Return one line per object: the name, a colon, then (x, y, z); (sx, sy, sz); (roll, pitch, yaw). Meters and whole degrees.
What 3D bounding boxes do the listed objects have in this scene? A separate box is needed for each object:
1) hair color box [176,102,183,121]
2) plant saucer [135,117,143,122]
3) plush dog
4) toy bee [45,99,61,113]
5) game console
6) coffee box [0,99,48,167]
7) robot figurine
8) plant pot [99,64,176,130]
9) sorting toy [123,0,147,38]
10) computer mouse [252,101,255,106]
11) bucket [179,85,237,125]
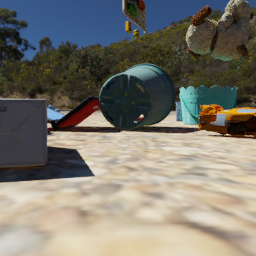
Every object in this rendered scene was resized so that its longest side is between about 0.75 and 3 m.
hair color box: (3.113, -0.765, 13.221); (1.657, 0.906, 0.537); (1, 4, 14)
plant saucer: (0.295, -0.402, 13.096); (1.112, 0.205, 1.114); (2, 4, 32)
plush dog: (3.071, -3.136, 9.858); (2.040, 2.375, 1.906); (7, 49, 7)
toy bee: (-3.555, -0.614, 12.609); (1.034, 0.859, 1.580); (24, -13, 40)
game console: (-1.992, -0.759, 8.715); (2.036, 1.402, 2.362); (-37, 1, 6)
coffee box: (-1.604, -0.001, 3.710); (1.051, 0.742, 1.860); (-1, 4, -15)
robot figurine: (2.993, -0.186, 6.372); (2.519, 0.733, 1.826); (2, 6, 28)
plant pot: (0.238, -0.921, 8.828); (2.168, 2.168, 2.124); (1, 13, 20)
sorting toy: (0.278, -3.843, 9.477); (0.251, 1.878, 1.399); (-15, -25, 33)
computer mouse: (3.552, -0.173, 4.314); (2.087, 0.684, 2.972); (-10, 11, 0)
bucket: (3.162, -0.886, 11.112); (2.245, 1.461, 2.245); (-1, 4, 0)
